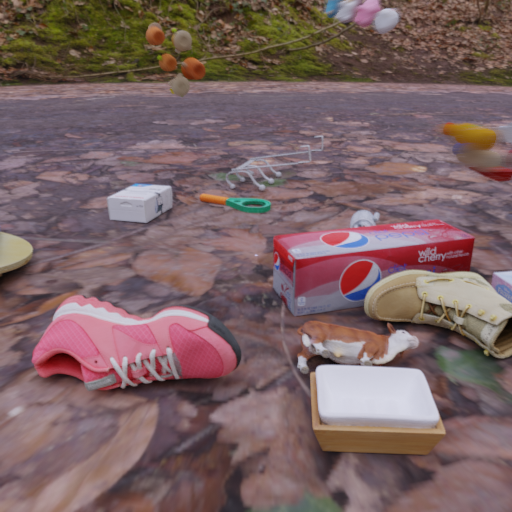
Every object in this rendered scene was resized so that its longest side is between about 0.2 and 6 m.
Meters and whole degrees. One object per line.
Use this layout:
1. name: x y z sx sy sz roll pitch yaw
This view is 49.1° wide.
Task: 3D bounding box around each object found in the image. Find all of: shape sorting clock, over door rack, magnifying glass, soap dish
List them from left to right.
1. shape sorting clock: -5.598 -0.056 9.132 3.625 0.711 3.625 5 9 -1
2. magnifying glass: -0.503 -1.250 13.082 1.796 0.201 0.715 10 24 25
3. over door rack: 0.578 -2.352 14.756 2.380 0.793 1.758 -15 15 22
4. soap dish: 1.162 1.544 5.638 1.221 0.496 0.961 1 22 3

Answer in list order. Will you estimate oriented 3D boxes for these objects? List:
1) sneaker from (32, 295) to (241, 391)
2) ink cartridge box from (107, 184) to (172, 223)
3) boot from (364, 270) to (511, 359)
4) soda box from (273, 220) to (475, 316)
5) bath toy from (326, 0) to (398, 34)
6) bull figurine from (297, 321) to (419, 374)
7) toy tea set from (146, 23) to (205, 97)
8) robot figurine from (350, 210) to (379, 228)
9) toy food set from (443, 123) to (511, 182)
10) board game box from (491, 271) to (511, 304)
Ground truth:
1. sneaker: -1.404 1.185 6.370 2.498 0.921 1.084 4 35 19
2. ink cartridge box: -2.554 -1.186 12.419 0.932 0.546 1.272 6 24 17
3. boot: 2.559 0.771 7.349 1.933 0.704 1.503 -2 21 -15
4. soda box: 1.786 0.122 8.616 2.949 0.935 1.032 -7 23 -16
5. bath toy: 2.141 -4.787 11.012 1.488 0.647 0.550 31 22 26
6. bull figurine: 1.183 1.127 6.711 1.463 0.476 0.888 6 22 14
7. toy tea set: -1.776 -4.344 12.182 0.962 1.617 0.599 -36 38 -12
8. robot figurine: 2.105 -0.602 11.022 0.741 0.494 0.874 -29 13 20
9. toy food set: 3.478 -1.580 8.134 1.655 0.790 0.745 -11 31 -30
10. board game box: 4.758 0.705 7.809 2.015 0.439 2.025 -4 22 -10
